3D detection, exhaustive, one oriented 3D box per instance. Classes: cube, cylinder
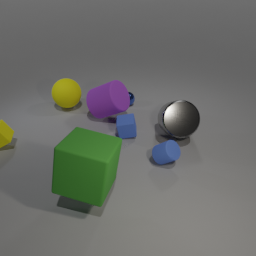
[{"bbox_3d":[-4.843,0.253,10.520,0.700,0.700,0.700,-27,35,11],"label":"cube"},{"bbox_3d":[1.936,-0.360,10.912,1.400,1.400,1.400,-1,4,-1],"label":"cylinder"},{"bbox_3d":[-0.053,-0.077,11.322,0.700,0.700,0.700,-8,38,7],"label":"cube"},{"bbox_3d":[1.296,0.827,9.510,0.700,0.700,0.700,-32,4,-43],"label":"cylinder"},{"bbox_3d":[-0.867,-1.243,12.324,1.400,1.400,1.400,-14,19,34],"label":"cylinder"},{"bbox_3d":[-1.078,0.989,7.533,1.400,1.400,1.400,14,25,8],"label":"cube"}]

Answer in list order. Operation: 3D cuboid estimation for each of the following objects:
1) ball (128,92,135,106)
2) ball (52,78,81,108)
[{"bbox_3d":[-0.009,-1.461,13.983,0.700,0.700,0.700,0,30,0],"label":"ball"},{"bbox_3d":[-2.943,-1.673,13.449,1.400,1.400,1.400,0,30,0],"label":"ball"}]
